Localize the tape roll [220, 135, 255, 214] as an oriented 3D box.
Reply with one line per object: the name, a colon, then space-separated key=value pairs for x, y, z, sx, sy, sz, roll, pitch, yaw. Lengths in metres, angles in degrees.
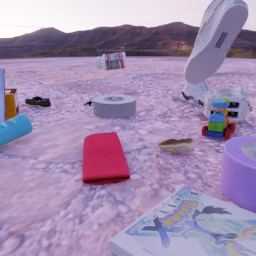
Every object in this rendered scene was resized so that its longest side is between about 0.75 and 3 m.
tape roll: x=3.218 y=0.972 z=6.067 sx=2.273 sy=0.966 sz=2.273 roll=-1 pitch=18 yaw=0

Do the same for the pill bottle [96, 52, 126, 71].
pill bottle: x=-0.783 y=-3.079 z=13.024 sx=1.373 sy=0.760 sz=0.760 roll=-6 pitch=18 yaw=2

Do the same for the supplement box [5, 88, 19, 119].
supplement box: x=-5.640 y=-1.074 z=12.166 sx=1.528 sy=1.028 sz=1.549 roll=-5 pitch=19 yaw=-14

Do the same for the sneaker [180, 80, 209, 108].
sneaker: x=3.683 y=-1.855 z=13.727 sx=0.947 sy=1.449 sz=2.522 roll=-16 pitch=29 yaw=-37

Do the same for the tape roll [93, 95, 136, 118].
tape roll: x=-0.599 y=-1.010 z=12.605 sx=1.958 sy=0.647 sz=1.958 roll=0 pitch=17 yaw=0

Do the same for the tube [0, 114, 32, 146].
tube: x=-4.238 y=0.391 z=8.453 sx=1.060 sy=0.690 sz=2.738 roll=6 pitch=28 yaw=40

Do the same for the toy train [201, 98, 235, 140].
toy train: x=3.386 y=-0.494 z=9.997 sx=0.939 sy=1.284 sz=2.219 roll=10 pitch=21 yaw=29

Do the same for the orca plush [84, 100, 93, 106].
orca plush: x=-1.811 y=-1.254 z=13.954 sx=0.753 sy=0.268 sz=0.396 roll=-1 pitch=18 yaw=-2

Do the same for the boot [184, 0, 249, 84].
boot: x=2.305 y=-2.487 z=7.769 sx=0.913 sy=2.483 sz=1.187 roll=17 pitch=42 yaw=-17

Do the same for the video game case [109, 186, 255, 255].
video game case: x=1.206 y=1.812 z=4.626 sx=2.078 sy=0.251 sz=2.280 roll=15 pitch=24 yaw=39

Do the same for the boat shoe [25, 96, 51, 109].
boat shoe: x=-4.446 y=-1.320 z=13.782 sx=1.704 sy=0.534 sz=0.624 roll=10 pitch=22 yaw=33

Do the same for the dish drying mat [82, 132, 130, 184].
dish drying mat: x=-0.690 y=0.756 z=7.869 sx=1.145 sy=0.271 sz=2.983 roll=-3 pitch=19 yaw=-7

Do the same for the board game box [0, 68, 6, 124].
board game box: x=-5.573 y=-1.234 z=11.077 sx=1.329 sy=2.582 sz=0.251 roll=-4 pitch=-24 yaw=-16

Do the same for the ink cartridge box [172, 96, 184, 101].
ink cartridge box: x=2.817 y=-1.583 z=15.093 sx=0.828 sy=0.183 sz=0.389 roll=1 pitch=17 yaw=3

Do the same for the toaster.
toaster: x=3.889 y=-0.924 z=11.380 sx=2.120 sy=1.205 sz=1.369 roll=7 pitch=18 yaw=14

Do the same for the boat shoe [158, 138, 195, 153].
boat shoe: x=1.402 y=0.564 z=8.253 sx=1.213 sy=0.394 sz=0.438 roll=-8 pitch=19 yaw=43
